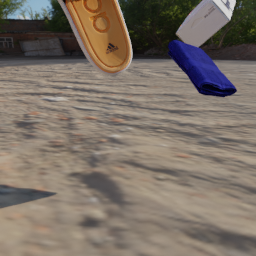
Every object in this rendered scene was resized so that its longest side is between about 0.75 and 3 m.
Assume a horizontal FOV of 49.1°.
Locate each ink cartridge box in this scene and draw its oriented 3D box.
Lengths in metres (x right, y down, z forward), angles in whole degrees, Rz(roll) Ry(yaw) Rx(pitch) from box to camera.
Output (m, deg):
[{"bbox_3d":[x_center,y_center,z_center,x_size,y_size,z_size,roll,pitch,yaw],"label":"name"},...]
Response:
[{"bbox_3d":[2.005,-2.822,7.125,1.149,0.669,1.587,-37,15,42],"label":"ink cartridge box"}]

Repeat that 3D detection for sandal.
[{"bbox_3d":[-0.571,-2.118,3.997,1.052,2.746,0.787,-31,11,-15],"label":"sandal"}]

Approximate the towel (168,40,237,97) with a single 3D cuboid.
[{"bbox_3d":[1.431,-1.162,5.597,1.031,0.346,1.396,5,45,-35],"label":"towel"}]
